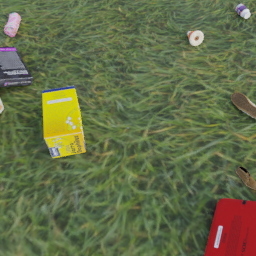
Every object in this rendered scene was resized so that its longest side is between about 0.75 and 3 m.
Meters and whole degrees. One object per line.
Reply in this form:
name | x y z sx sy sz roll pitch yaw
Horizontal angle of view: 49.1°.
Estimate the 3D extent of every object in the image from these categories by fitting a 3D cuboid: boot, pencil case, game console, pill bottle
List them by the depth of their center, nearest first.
game console | 3.412 3.419 7.526 2.172 1.496 2.520 -3 44 38
boot | 3.801 1.583 8.870 0.325 0.333 0.882 -30 59 -23
pencil case | -5.692 -5.110 13.814 0.598 0.598 1.367 -1 52 -1
pill bottle | 6.030 -6.080 14.640 0.454 0.454 0.815 -13 53 -10

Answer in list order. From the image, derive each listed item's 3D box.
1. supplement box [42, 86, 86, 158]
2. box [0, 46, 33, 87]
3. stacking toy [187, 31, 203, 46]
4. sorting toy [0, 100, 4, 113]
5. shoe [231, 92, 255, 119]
supplement box | -2.223 -0.243 9.714 1.183 1.176 2.160 -10 54 -7
box | -5.255 -2.580 11.651 1.765 0.446 2.468 -12 49 -35
stacking toy | 3.075 -4.389 13.340 0.707 0.707 0.968 -14 37 -10
sorting toy | -5.885 -1.120 9.680 2.327 2.095 1.243 -18 27 -13
shoe | 4.532 -0.811 10.707 0.522 0.399 1.494 -43 54 9
